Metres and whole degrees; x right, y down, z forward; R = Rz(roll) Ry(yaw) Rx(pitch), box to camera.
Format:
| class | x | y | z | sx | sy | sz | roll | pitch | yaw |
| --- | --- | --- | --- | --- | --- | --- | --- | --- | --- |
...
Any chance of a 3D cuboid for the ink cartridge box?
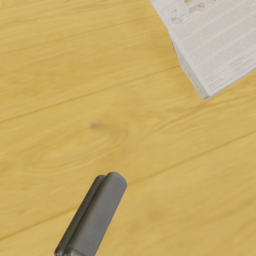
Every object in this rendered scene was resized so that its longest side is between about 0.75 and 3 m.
| class | x | y | z | sx | sy | sz | roll | pitch | yaw |
| --- | --- | --- | --- | --- | --- | --- | --- | --- | --- |
| ink cartridge box | 2.198 | -2.568 | 7.122 | 2.398 | 0.842 | 2.951 | -32 | 86 | -3 |

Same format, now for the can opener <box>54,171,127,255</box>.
| class | x | y | z | sx | sy | sz | roll | pitch | yaw |
| --- | --- | --- | --- | --- | --- | --- | --- | --- | --- |
| can opener | -0.579 | 1.836 | 4.013 | 0.832 | 0.664 | 2.489 | 44 | 51 | -19 |
